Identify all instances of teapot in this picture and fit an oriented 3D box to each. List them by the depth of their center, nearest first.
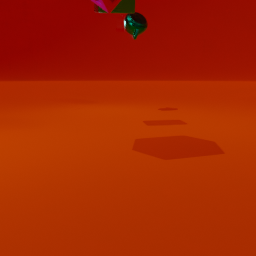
[{"bbox_3d":[0.270,-4.157,11.254,0.976,1.569,0.768,10,-34,-20],"label":"teapot"}]

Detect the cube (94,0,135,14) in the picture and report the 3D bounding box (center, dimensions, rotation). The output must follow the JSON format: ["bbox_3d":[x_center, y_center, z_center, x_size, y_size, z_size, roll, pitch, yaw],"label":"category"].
[{"bbox_3d":[-0.374,-3.577,7.432,0.967,0.967,0.967,-4,24,-12],"label":"cube"}]

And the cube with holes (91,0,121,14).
[{"bbox_3d":[-0.506,-2.968,4.419,1.276,1.276,1.276,41,1,16],"label":"cube with holes"}]
